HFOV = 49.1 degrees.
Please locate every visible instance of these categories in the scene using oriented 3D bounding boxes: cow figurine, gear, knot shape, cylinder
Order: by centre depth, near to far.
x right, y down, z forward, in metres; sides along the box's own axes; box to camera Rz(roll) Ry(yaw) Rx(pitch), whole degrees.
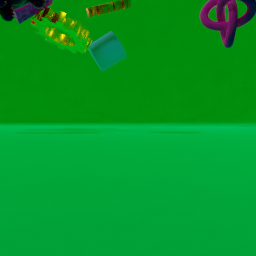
[{"bbox_3d":[-2.076,-2.790,5.199,1.401,1.379,0.769,-31,-20,-11],"label":"cow figurine"},{"bbox_3d":[2.930,-3.279,8.057,0.760,1.644,1.539,-20,-9,-28],"label":"knot shape"},{"bbox_3d":[-2.172,-3.146,9.228,1.968,0.364,1.968,19,-11,4],"label":"gear"},{"bbox_3d":[-0.684,-4.256,9.893,1.564,0.289,1.564,-11,24,5],"label":"gear"},{"bbox_3d":[-0.927,-3.354,12.307,1.274,1.274,1.274,-32,1,0],"label":"cylinder"}]

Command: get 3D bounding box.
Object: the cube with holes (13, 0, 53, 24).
[{"bbox_3d":[-2.936,-3.866,7.784,1.187,1.187,1.187,-37,15,-10],"label":"cube with holes"}]
